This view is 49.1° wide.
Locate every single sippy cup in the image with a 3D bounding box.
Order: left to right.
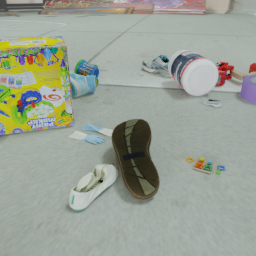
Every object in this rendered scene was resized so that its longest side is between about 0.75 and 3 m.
[{"bbox_3d":[-1.862,-2.611,13.011,0.900,0.964,1.227,21,75,15],"label":"sippy cup"}]

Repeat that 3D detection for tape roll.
[{"bbox_3d":[5.374,-1.535,11.137,1.632,0.693,1.632,0,27,0],"label":"tape roll"}]

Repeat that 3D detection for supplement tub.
[{"bbox_3d":[2.682,-2.401,11.879,1.515,1.515,2.159,-6,29,-11],"label":"supplement tub"}]

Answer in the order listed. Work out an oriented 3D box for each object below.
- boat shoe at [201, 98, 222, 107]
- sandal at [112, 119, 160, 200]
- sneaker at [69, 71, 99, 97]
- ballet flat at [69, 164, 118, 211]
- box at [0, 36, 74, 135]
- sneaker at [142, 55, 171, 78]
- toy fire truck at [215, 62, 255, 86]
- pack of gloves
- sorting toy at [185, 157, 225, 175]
[{"bbox_3d":[3.154,-1.015,10.610,0.308,0.268,0.836,-25,37,-38],"label":"boat shoe"},{"bbox_3d":[0.203,0.742,7.009,1.069,0.714,2.615,-8,44,-7],"label":"sandal"},{"bbox_3d":[-2.009,-2.003,11.951,1.294,0.789,1.983,-16,42,-24],"label":"sneaker"},{"bbox_3d":[-0.711,1.158,6.288,0.578,0.578,1.664,15,31,25],"label":"ballet flat"},{"bbox_3d":[-3.212,-1.360,8.780,2.694,2.595,1.644,-7,29,-15],"label":"box"},{"bbox_3d":[1.617,-3.248,14.040,0.853,0.949,2.199,-25,37,-38],"label":"sneaker"},{"bbox_3d":[4.902,-2.517,12.998,1.890,0.653,2.680,19,34,31],"label":"toy fire truck"},{"bbox_3d":[-1.082,0.102,8.584,1.167,0.230,0.981,13,30,24],"label":"pack of gloves"},{"bbox_3d":[1.959,0.917,7.155,1.022,0.139,0.575,14,31,25],"label":"sorting toy"}]
